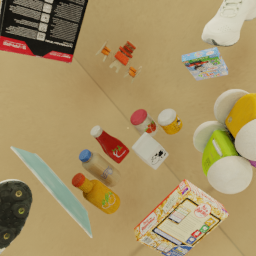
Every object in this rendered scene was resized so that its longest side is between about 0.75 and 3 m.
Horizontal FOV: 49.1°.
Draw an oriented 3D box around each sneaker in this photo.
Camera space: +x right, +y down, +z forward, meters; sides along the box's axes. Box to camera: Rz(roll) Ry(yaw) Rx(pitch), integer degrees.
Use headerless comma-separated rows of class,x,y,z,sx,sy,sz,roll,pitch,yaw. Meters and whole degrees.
sneaker,-2.476,1.903,4.372,0.958,0.966,2.665,37,84,-21
sneaker,2.537,-2.886,6.796,0.913,1.067,2.450,27,61,25

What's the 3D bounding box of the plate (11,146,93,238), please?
plate,-1.341,1.123,5.236,0.285,2.233,2.233,-43,85,-19

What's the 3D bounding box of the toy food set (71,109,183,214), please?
toy food set,-0.102,0.403,6.437,2.806,1.339,1.262,-48,127,-6

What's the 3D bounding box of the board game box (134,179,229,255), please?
board game box,1.185,2.115,6.272,1.298,0.397,1.714,36,106,-22

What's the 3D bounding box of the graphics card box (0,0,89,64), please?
graphics card box,-1.755,-2.924,6.071,1.728,0.700,2.754,4,123,-32

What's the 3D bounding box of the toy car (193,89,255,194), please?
toy car,2.183,0.296,5.202,1.382,1.612,1.842,18,121,-17

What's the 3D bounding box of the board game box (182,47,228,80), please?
board game box,1.944,-1.568,7.002,0.842,1.113,0.204,-7,71,31

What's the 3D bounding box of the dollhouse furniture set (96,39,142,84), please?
dollhouse furniture set,-0.122,-1.772,6.903,1.092,1.081,0.563,36,115,-12
